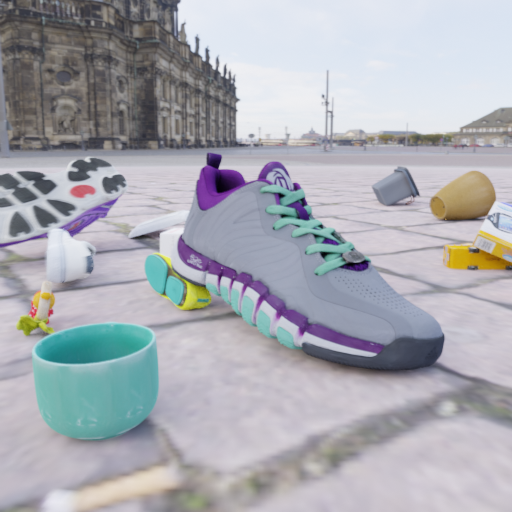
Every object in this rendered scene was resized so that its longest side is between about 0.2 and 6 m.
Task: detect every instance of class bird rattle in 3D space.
[{"bbox_3d":[-2.235,0.546,5.934,0.397,0.574,0.704,16,17,-13],"label":"bird rattle"}]

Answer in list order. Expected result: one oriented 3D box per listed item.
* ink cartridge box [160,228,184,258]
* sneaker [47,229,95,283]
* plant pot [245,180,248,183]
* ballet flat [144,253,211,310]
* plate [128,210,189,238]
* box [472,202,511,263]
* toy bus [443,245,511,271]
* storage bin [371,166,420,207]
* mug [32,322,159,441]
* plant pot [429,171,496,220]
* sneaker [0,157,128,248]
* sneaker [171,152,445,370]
[{"bbox_3d":[-0.799,-0.131,9.017,1.334,0.560,0.970,1,8,4],"label":"ink cartridge box"},{"bbox_3d":[-2.711,0.033,8.219,0.662,0.683,1.869,3,14,-20],"label":"sneaker"},{"bbox_3d":[-0.175,-0.758,10.969,1.143,1.310,1.310,29,26,33],"label":"plant pot"},{"bbox_3d":[-0.997,0.343,7.179,0.492,0.490,1.467,7,12,-31],"label":"ballet flat"},{"bbox_3d":[-2.040,-0.733,12.142,1.309,0.212,1.306,-16,10,5],"label":"plate"},{"bbox_3d":[3.997,-0.392,8.806,0.823,0.287,1.383,28,39,20],"label":"box"},{"bbox_3d":[3.608,0.021,8.922,1.122,0.365,0.439,0,11,0],"label":"toy bus"},{"bbox_3d":[4.450,-2.102,18.034,1.093,1.184,1.627,-27,9,7],"label":"storage bin"},{"bbox_3d":[-1.057,0.872,3.980,0.826,0.622,1.006,5,13,27],"label":"mug"},{"bbox_3d":[5.189,-1.410,14.386,1.345,1.253,1.253,-19,18,-20],"label":"plant pot"},{"bbox_3d":[-3.592,-0.668,9.860,1.354,1.400,3.357,40,32,13],"label":"sneaker"},{"bbox_3d":[0.334,-0.115,5.725,1.318,1.550,3.542,-3,19,-45],"label":"sneaker"}]
